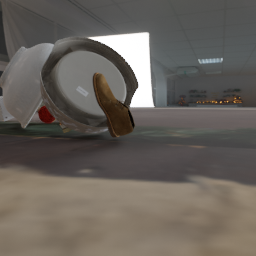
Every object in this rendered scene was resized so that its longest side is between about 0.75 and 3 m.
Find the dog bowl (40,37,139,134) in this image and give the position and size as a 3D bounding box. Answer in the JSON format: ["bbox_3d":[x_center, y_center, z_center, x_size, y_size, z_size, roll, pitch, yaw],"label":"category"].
[{"bbox_3d":[-0.827,-0.864,5.949,2.178,2.178,0.639,-3,-23,-30],"label":"dog bowl"}]

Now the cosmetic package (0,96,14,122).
[{"bbox_3d":[-4.339,-0.613,8.950,1.428,0.724,0.509,1,19,27],"label":"cosmetic package"}]

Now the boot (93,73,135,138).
[{"bbox_3d":[-0.236,-0.435,4.998,0.473,1.254,0.461,-11,25,26],"label":"boot"}]

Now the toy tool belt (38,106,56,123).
[{"bbox_3d":[-1.576,-0.924,9.236,2.491,1.555,1.531,-24,8,13],"label":"toy tool belt"}]

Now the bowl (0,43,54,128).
[{"bbox_3d":[-2.529,-1.288,7.242,1.100,2.447,2.447,31,-6,-19],"label":"bowl"}]

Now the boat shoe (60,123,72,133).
[{"bbox_3d":[-1.054,-0.270,6.114,0.397,0.363,1.061,-17,12,38],"label":"boat shoe"}]

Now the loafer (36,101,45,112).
[{"bbox_3d":[-2.611,-0.669,10.453,2.301,0.724,0.827,-3,29,-14],"label":"loafer"}]
